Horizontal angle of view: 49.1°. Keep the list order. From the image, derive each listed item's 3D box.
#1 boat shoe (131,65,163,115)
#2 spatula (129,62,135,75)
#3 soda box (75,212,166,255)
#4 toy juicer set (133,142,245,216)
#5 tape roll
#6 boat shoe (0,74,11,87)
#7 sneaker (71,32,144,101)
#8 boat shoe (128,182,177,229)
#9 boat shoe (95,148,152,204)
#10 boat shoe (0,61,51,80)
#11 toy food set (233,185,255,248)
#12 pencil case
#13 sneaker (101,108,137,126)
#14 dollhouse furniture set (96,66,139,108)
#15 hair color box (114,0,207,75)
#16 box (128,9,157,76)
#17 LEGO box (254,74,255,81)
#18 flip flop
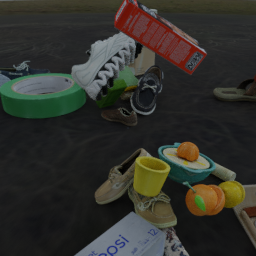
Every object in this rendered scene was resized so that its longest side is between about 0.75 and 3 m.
[{"bbox_3d":[0.745,-1.383,9.755,0.908,0.742,2.458,24,41,2],"label":"boat shoe"},{"bbox_3d":[-0.656,-2.959,12.770,1.895,1.317,0.152,-3,21,9],"label":"spatula"},{"bbox_3d":[-0.369,1.984,3.689,0.680,0.632,1.992,23,35,37],"label":"soda box"},{"bbox_3d":[1.416,0.751,5.427,1.788,0.765,2.811,20,17,24],"label":"toy juicer set"},{"bbox_3d":[-2.959,-1.234,9.960,2.888,0.694,2.888,0,28,0],"label":"tape roll"},{"bbox_3d":[-5.680,-1.743,10.921,2.209,0.795,0.685,5,-19,-16],"label":"boat shoe"},{"bbox_3d":[-0.359,-1.853,6.778,1.010,0.936,2.492,36,71,7],"label":"sneaker"},{"bbox_3d":[0.374,1.220,5.037,0.581,0.501,1.592,-7,16,-13],"label":"boat shoe"},{"bbox_3d":[-0.144,0.903,5.295,1.403,0.456,0.506,-38,28,13],"label":"boat shoe"},{"bbox_3d":[-4.679,-2.381,12.052,2.659,0.822,0.996,-4,27,-7],"label":"boat shoe"},{"bbox_3d":[2.713,1.598,4.494,1.393,0.586,1.941,-2,27,-4],"label":"toy food set"},{"bbox_3d":[0.719,1.866,4.261,0.372,0.324,0.833,-12,29,-15],"label":"pencil case"},{"bbox_3d":[-0.260,-0.449,8.637,1.278,0.483,0.450,16,31,27],"label":"sneaker"},{"bbox_3d":[-0.286,-1.795,9.927,2.222,1.115,1.456,-20,71,-36],"label":"dollhouse furniture set"},{"bbox_3d":[0.485,-1.439,4.328,1.389,0.425,0.705,27,29,-19],"label":"hair color box"},{"bbox_3d":[0.478,-4.006,13.030,1.342,2.827,1.099,-20,33,-34],"label":"box"},{"bbox_3d":[5.842,-1.512,9.583,2.297,0.886,1.711,-7,55,-14],"label":"LEGO box"},{"bbox_3d":[4.418,-1.461,10.361,2.500,0.720,1.014,-1,27,-3],"label":"flip flop"}]
